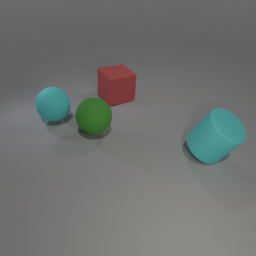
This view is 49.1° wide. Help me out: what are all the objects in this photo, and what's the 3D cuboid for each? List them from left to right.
[{"bbox_3d":[-3.095,-0.990,11.616,1.400,1.400,1.400,0,33,0],"label":"ball"},{"bbox_3d":[-1.307,-0.466,10.735,1.400,1.400,1.400,0,33,0],"label":"ball"},{"bbox_3d":[-0.562,-2.100,13.519,1.400,1.400,1.400,-16,39,-26],"label":"cube"},{"bbox_3d":[2.956,0.285,9.463,1.400,1.400,1.400,16,49,-19],"label":"cylinder"}]
